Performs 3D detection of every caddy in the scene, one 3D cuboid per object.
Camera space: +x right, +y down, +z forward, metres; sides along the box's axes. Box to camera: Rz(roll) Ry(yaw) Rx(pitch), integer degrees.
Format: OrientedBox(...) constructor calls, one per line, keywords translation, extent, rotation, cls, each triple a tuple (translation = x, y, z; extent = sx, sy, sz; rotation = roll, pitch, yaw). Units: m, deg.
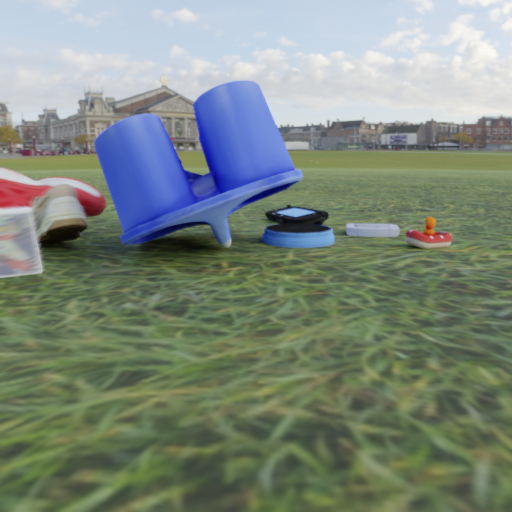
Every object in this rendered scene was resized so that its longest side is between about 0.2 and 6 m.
OrientedBox(translation=(-1.063, -1.436, 11.434), extent=(3.637, 2.700, 5.145), rotation=(-20, 4, -3), cls="caddy")

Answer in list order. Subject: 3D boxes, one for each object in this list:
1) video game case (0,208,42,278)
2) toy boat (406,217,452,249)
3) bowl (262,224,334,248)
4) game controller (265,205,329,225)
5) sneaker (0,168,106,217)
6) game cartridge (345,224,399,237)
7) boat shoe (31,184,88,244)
OrientedBox(translation=(-4.112, -0.155, 8.741), extent=(1.304, 1.188, 0.150), rotation=(-7, 35, -17), cls="video game case")
OrientedBox(translation=(3.732, -0.514, 12.136), extent=(0.998, 0.653, 0.652), rotation=(-4, 12, -21), cls="toy boat")
OrientedBox(translation=(0.968, -0.490, 12.859), extent=(1.665, 0.327, 1.665), rotation=(0, 12, 0), cls="bowl")
OrientedBox(translation=(1.113, -1.145, 15.808), extent=(1.096, 0.442, 2.100), rotation=(-5, 12, -26), cls="game controller")
OrientedBox(translation=(-5.165, -0.976, 13.079), extent=(2.989, 1.171, 1.727), rotation=(7, 51, -3), cls="sneaker")
OrientedBox(translation=(2.854, -0.631, 13.812), extent=(1.274, 0.260, 0.848), rotation=(2, 8, 8), cls="game cartridge")
OrientedBox(translation=(-4.219, -0.811, 11.670), extent=(1.039, 0.936, 2.881), rotation=(-9, -2, -30), cls="boat shoe")
